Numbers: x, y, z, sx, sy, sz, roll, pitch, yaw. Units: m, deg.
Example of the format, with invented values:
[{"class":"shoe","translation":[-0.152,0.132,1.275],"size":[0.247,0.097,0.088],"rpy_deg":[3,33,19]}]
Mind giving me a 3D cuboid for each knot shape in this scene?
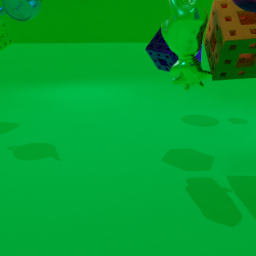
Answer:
[{"class":"knot shape","translation":[1.733,-1.935,3.606],"size":[1.116,1.044,0.516],"rpy_deg":[32,-15,-30]}]

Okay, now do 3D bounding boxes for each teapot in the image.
[{"class":"teapot","translation":[-2.818,-3.328,7.434],"size":[1.708,1.062,0.836],"rpy_deg":[-11,52,20]}]

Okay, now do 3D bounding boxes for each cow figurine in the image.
[{"class":"cow figurine","translation":[1.150,-1.585,5.355],"size":[0.846,1.517,1.541],"rpy_deg":[-12,-21,-7]}]

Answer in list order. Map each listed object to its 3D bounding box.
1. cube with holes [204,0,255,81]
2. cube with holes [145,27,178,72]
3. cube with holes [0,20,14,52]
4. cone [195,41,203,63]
[{"class":"cube with holes","translation":[2.186,-1.705,5.437],"size":[1.069,1.069,1.069],"rpy_deg":[-4,60,2]},{"class":"cube with holes","translation":[1.080,-1.927,6.923],"size":[0.787,0.787,0.787],"rpy_deg":[26,-13,41]},{"class":"cube with holes","translation":[-4.384,-2.966,9.094],"size":[0.774,0.774,0.774],"rpy_deg":[4,39,20]},{"class":"cone","translation":[2.250,-2.710,9.673],"size":[1.282,1.287,1.282],"rpy_deg":[-17,-21,-7]}]
